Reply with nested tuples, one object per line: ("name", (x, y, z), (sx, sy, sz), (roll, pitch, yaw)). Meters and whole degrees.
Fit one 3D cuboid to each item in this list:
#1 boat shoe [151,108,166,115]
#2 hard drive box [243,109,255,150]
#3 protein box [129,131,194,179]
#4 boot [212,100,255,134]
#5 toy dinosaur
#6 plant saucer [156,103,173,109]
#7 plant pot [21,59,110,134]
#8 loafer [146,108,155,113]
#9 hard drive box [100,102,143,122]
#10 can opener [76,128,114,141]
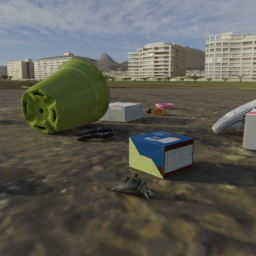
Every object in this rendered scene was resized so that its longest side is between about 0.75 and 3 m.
("boat shoe", (1.757, -0.912, 15.344), (0.417, 0.418, 1.160), (-7, 6, -29))
("hard drive box", (4.876, 0.098, 8.046), (2.650, 1.017, 2.065), (5, 11, 29))
("protein box", (0.754, 0.551, 6.328), (1.055, 0.712, 1.048), (-9, 15, -42))
("boot", (4.462, -0.221, 9.939), (2.685, 1.213, 0.977), (-28, -23, 3))
("toy dinosaur", (0.013, 1.008, 5.010), (0.866, 0.333, 0.443), (3, 4, 3))
("plant saucer", (2.416, -1.443, 18.522), (1.145, 0.290, 1.145), (0, 11, 0))
("plant pot", (-2.562, -1.034, 10.933), (2.845, 2.845, 2.702), (5, 24, 24))
("loafer", (1.326, -1.016, 16.192), (0.288, 0.279, 0.821), (17, 21, 30))
("hard drive box", (-0.329, -0.802, 13.739), (1.511, 0.744, 1.939), (4, 11, 26))
("can opener", (-1.087, 0.195, 9.207), (1.211, 0.384, 0.476), (-4, -8, -11))
